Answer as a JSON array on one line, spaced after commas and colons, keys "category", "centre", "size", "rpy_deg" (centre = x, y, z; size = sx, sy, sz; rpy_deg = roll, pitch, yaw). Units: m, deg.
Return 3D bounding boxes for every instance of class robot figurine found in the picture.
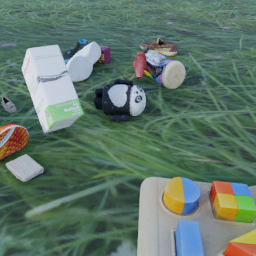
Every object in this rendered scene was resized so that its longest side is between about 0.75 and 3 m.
[{"category": "robot figurine", "centre": [-0.281, -0.992, 9.915], "size": [1.812, 1.362, 1.131], "rpy_deg": [4, 15, 6]}]

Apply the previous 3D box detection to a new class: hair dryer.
[{"category": "hair dryer", "centre": [0.461, -1.513, 6.849], "size": [0.277, 0.777, 1.021], "rpy_deg": [-14, 25, 42]}]

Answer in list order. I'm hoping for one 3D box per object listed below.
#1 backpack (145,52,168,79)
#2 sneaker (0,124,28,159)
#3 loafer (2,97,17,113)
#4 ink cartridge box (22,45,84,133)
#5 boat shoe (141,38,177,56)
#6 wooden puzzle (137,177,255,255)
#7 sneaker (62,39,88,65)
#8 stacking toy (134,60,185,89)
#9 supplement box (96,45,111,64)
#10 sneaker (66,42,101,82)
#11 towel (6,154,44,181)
[{"category": "backpack", "centre": [0.862, -2.115, 9.195], "size": [0.903, 0.695, 0.860], "rpy_deg": [41, 29, 22]}, {"category": "sneaker", "centre": [-4.158, 0.682, 7.798], "size": [2.761, 1.008, 1.065], "rpy_deg": [-23, 17, -36]}, {"category": "loafer", "centre": [-4.507, -0.883, 10.517], "size": [0.353, 0.309, 0.983], "rpy_deg": [-25, 41, -33]}, {"category": "ink cartridge box", "centre": [-2.355, -1.140, 8.549], "size": [0.938, 2.233, 1.625], "rpy_deg": [-18, -3, -30]}, {"category": "boat shoe", "centre": [1.753, -4.720, 15.917], "size": [2.302, 0.828, 0.830], "rpy_deg": [24, 40, 32]}, {"category": "wooden puzzle", "centre": [1.700, 1.981, 5.786], "size": [2.958, 0.685, 2.740], "rpy_deg": [2, 34, 3]}, {"category": "sneaker", "centre": [-2.726, -3.800, 14.711], "size": [0.718, 0.804, 1.963], "rpy_deg": [30, 61, 23]}, {"category": "stacking toy", "centre": [1.251, -2.663, 12.704], "size": [1.195, 1.195, 2.800], "rpy_deg": [-19, 31, -27]}, {"category": "supplement box", "centre": [-1.541, -3.885, 14.709], "size": [1.173, 0.768, 0.605], "rpy_deg": [19, 38, 28]}, {"category": "sneaker", "centre": [-2.377, -3.008, 13.340], "size": [1.307, 1.112, 2.955], "rpy_deg": [-10, 33, 31]}, {"category": "towel", "centre": [-2.809, 1.082, 7.650], "size": [0.984, 0.170, 0.652], "rpy_deg": [27, 40, 36]}]
